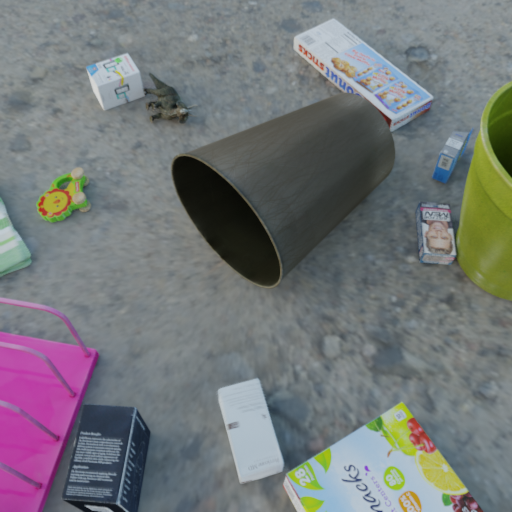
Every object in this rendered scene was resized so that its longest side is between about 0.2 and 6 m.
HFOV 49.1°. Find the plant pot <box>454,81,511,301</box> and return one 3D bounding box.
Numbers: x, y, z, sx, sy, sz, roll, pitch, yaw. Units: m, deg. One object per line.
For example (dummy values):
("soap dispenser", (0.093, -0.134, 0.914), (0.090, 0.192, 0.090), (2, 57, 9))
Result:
("plant pot", (4.674, -0.767, 9.121), (3.085, 2.971, 3.085), (1, 57, -2))

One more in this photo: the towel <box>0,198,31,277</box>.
("towel", (-5.430, -0.349, 10.502), (1.766, 0.271, 2.315), (-28, 64, -15))

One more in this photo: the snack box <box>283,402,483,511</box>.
("snack box", (1.863, 3.613, 7.597), (2.069, 0.830, 2.454), (-25, 60, -16))

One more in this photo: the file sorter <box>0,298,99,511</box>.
("file sorter", (-3.905, 2.207, 7.888), (2.073, 1.871, 2.984), (9, 58, 6))

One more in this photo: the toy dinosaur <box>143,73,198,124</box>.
("toy dinosaur", (-1.969, -3.384, 12.329), (0.871, 0.656, 1.704), (-12, 50, -23))

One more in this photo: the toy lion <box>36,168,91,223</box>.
("toy lion", (-3.804, -1.157, 11.004), (1.004, 0.360, 1.047), (-14, 58, 0))

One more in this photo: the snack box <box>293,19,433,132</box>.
("snack box", (2.386, -4.232, 12.880), (1.239, 0.419, 3.447), (-31, 62, -18))

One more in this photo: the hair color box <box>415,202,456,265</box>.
("hair color box", (3.350, -0.436, 10.485), (0.596, 0.360, 1.191), (4, 57, 3))

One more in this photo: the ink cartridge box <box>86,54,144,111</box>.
("ink cartridge box", (-3.118, -3.871, 12.468), (0.988, 0.721, 0.725), (-25, 62, -15))

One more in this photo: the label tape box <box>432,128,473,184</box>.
("label tape box", (3.964, -2.087, 11.320), (0.326, 0.743, 1.031), (27, 60, 18))

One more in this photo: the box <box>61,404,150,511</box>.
("box", (-2.028, 2.874, 7.814), (0.786, 1.268, 1.246), (5, 57, 3))

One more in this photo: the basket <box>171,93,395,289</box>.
("basket", (0.702, -1.396, 10.058), (3.338, 2.270, 3.010), (-33, 55, -23))

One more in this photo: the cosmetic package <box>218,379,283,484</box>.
("cosmetic package", (-0.097, 2.623, 8.443), (0.686, 0.500, 1.350), (-14, 57, -10))
